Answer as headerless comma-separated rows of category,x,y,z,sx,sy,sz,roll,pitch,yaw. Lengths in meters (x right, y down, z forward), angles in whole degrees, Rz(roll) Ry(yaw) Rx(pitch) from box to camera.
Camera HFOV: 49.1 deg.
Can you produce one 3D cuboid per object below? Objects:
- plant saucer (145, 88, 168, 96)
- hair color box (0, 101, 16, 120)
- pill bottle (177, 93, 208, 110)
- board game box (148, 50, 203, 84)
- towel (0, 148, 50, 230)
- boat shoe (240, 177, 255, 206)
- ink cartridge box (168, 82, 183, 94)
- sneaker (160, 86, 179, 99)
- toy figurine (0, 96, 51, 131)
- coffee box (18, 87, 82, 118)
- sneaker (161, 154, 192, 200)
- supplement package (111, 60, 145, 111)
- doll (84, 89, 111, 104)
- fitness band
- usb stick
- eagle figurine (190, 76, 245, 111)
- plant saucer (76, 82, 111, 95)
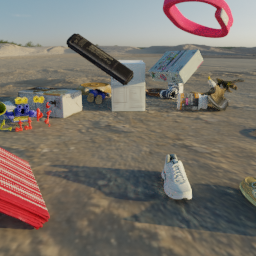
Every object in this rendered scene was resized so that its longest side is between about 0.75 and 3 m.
plant saucer,1.764,-2.141,16.831,1.507,0.260,1.507,0,17,0
hair color box,-5.403,-0.779,12.282,0.768,0.470,1.552,-11,22,-30
pill bottle,3.023,-1.247,13.212,1.358,0.790,0.790,1,18,7
board game box,1.981,-2.610,11.850,1.409,0.614,1.909,-48,35,-17
towel,-2.687,0.884,5.666,1.965,0.305,2.717,39,-4,-32
boat shoe,2.969,1.366,5.457,0.701,0.604,1.921,-5,19,-14
ink cartridge box,2.911,-2.707,17.138,0.841,1.152,0.486,15,26,41
sneaker,2.622,-2.019,15.923,1.582,0.554,0.858,-24,24,-37
toy figurine,-4.315,-0.366,10.863,2.414,1.273,1.446,-8,-9,-27
coffee box,-3.532,-1.212,12.749,2.490,0.993,1.424,8,20,24
sneaker,1.072,1.089,6.348,0.563,0.608,1.499,0,19,-6
supplement package,-0.014,-2.107,13.588,1.601,2.177,2.082,-1,19,-1
doll,-1.693,-1.868,15.431,1.527,0.542,2.239,13,17,1
fitness band,2.082,-3.338,8.308,1.845,0.481,2.569,19,4,29
usb stick,-0.543,-1.370,5.587,1.471,0.240,0.408,35,55,-1
eagle figurine,4.185,-1.641,13.835,2.457,1.854,1.864,-43,-7,-23
plant saucer,-2.101,-2.533,17.716,2.544,0.450,2.544,0,18,0
